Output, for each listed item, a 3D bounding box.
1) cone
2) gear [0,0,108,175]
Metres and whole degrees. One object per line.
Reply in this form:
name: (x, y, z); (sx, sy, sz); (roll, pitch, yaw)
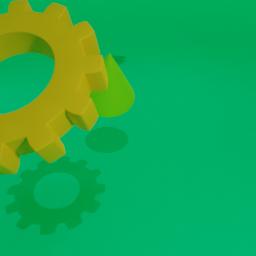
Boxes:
cone: (-0.356, -0.943, 5.115); (1.077, 1.081, 1.077); (3, 56, -4)
gear: (-1.155, -0.485, 2.828); (1.842, 0.341, 1.842); (-2, 65, 5)
